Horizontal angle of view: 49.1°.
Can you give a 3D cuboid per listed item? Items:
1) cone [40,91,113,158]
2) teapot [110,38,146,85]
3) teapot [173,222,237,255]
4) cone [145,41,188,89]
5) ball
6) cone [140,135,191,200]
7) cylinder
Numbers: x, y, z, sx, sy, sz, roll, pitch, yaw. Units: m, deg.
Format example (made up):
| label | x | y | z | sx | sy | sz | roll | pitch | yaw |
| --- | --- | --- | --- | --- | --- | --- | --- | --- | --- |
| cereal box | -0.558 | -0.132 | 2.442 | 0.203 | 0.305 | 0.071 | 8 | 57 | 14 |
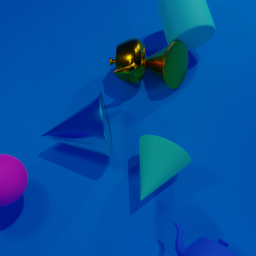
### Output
| label | x | y | z | sx | sy | sz | roll | pitch | yaw |
| --- | --- | --- | --- | --- | --- | --- | --- | --- | --- |
| cone | -1.318 | 0.051 | 6.774 | 1.638 | 1.632 | 1.632 | -10 | 65 | 1 |
| teapot | -0.017 | -1.818 | 7.755 | 0.997 | 1.266 | 2.036 | 1 | 29 | 3 |
| teapot | 1.598 | 2.567 | 5.393 | 1.921 | 1.195 | 0.941 | 27 | 64 | 20 |
| cone | 0.859 | -1.881 | 8.187 | 1.320 | 1.315 | 1.315 | 16 | 62 | 37 |
| ball | -2.688 | 1.099 | 5.915 | 1.075 | 1.075 | 1.075 | 0 | 64 | 0 |
| cone | 0.579 | 1.061 | 6.404 | 1.308 | 1.308 | 1.312 | 25 | 68 | 11 |
| cylinder | 1.660 | -3.128 | 8.095 | 1.364 | 1.364 | 1.364 | -13 | 78 | -6 |
